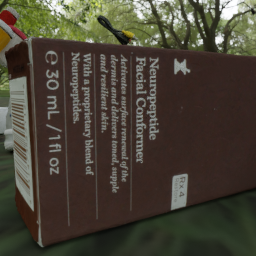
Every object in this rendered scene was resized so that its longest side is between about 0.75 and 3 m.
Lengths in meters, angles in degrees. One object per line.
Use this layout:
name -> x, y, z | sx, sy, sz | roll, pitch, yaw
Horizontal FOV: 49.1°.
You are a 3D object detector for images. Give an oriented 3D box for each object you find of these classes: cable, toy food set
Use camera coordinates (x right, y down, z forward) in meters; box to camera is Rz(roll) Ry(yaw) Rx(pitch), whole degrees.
cable -> -0.299, -2.665, 7.699 | 1.222, 0.307, 0.593 | 36, -13, -10
toy food set -> -2.732, -2.186, 5.302 | 2.766, 1.245, 1.320 | 28, -12, 30

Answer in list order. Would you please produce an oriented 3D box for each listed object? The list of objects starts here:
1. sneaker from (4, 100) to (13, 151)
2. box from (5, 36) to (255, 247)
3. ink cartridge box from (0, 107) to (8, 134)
sneaker -> -1.362, -0.318, 5.267 | 0.985, 1.081, 2.637 | 0, 8, 3
box -> 0.328, -0.012, 2.482 | 2.481, 1.242, 0.930 | -6, 10, -31
ink cartridge box -> -3.331, -0.137, 5.777 | 1.005, 0.589, 1.372 | 5, 10, 35
